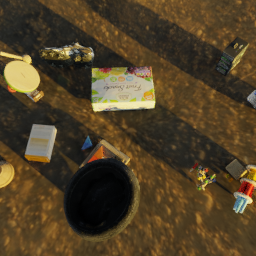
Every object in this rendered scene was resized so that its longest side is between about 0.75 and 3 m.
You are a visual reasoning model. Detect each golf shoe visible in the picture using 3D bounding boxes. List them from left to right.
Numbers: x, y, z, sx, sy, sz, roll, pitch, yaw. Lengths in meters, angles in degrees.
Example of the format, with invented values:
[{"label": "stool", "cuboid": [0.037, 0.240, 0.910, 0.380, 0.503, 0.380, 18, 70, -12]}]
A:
[{"label": "golf shoe", "cuboid": [-2.650, -3.226, 12.252, 2.351, 0.914, 1.111, 9, 55, -3]}]

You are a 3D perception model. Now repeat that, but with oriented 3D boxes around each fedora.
[{"label": "fedora", "cuboid": [-0.745, 2.304, 9.178, 2.672, 1.220, 2.672, -5, 75, 17]}]

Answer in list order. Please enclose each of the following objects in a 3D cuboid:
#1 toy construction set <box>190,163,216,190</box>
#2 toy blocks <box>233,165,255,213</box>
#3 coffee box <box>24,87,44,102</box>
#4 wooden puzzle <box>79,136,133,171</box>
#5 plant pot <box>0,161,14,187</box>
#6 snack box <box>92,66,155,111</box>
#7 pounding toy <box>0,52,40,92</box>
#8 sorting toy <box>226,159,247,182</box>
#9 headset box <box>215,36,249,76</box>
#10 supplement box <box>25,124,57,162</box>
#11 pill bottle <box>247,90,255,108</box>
[{"label": "toy construction set", "cuboid": [2.575, 1.772, 9.976, 0.699, 0.759, 0.910, -45, 51, -6]}, {"label": "toy blocks", "cuboid": [4.478, 2.343, 9.651, 1.449, 0.631, 1.738, 29, 68, 14]}, {"label": "coffee box", "cuboid": [-3.997, -1.545, 11.653, 0.871, 0.347, 0.498, 37, 70, 16]}, {"label": "wooden puzzle", "cuboid": [-0.841, 1.296, 10.349, 2.336, 0.273, 1.576, 27, 67, 13]}, {"label": "plant pot", "cuboid": [-4.689, 1.608, 10.096, 1.001, 0.462, 1.001, 1, 64, -1]}, {"label": "snack box", "cuboid": [-0.221, -1.628, 11.517, 2.482, 0.657, 1.765, -3, 65, -2]}, {"label": "pounding toy", "cuboid": [-3.702, -1.737, 9.434, 1.141, 0.686, 1.478, -7, 71, -42]}, {"label": "sorting toy", "cuboid": [3.888, 1.606, 10.303, 0.807, 0.108, 0.601, -35, 74, -15]}, {"label": "headset box", "cuboid": [4.396, -3.044, 11.850, 0.593, 1.279, 1.114, 40, 72, 17]}, {"label": "supplement box", "cuboid": [-3.271, 0.567, 10.568, 0.839, 0.490, 1.332, 6, 65, 3]}, {"label": "pill bottle", "cuboid": [5.447, -0.932, 11.165, 0.705, 0.705, 1.240, -28, 68, -13]}]
